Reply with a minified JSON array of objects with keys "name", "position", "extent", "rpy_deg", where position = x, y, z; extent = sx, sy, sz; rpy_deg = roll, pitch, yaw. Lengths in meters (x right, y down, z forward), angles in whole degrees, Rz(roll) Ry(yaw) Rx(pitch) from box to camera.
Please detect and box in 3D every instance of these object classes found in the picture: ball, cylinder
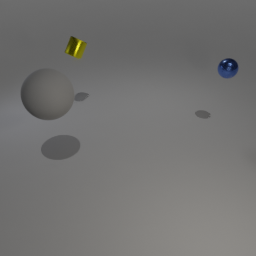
[{"name":"ball","position":[3.501,-2.086,9.810],"extent":[0.700,0.700,0.700],"rpy_deg":[0,31,0]},{"name":"ball","position":[-2.166,-0.908,7.595],"extent":[1.400,1.400,1.400],"rpy_deg":[0,31,0]},{"name":"cylinder","position":[-2.065,-3.169,11.091],"extent":[0.700,0.700,0.700],"rpy_deg":[23,10,-4]}]
